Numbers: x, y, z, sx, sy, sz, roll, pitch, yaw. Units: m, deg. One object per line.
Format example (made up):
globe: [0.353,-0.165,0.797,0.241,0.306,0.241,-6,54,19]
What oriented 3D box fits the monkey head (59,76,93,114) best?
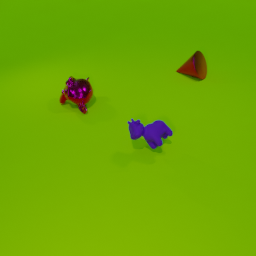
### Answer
monkey head: [-1.789,-1.165,9.746,0.996,1.189,1.653,20,48,-27]

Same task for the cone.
cone: [2.523,-2.517,11.798,1.189,1.185,1.185,-7,25,40]

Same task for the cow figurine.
cow figurine: [0.564,0.044,7.552,1.076,0.591,1.059,-39,92,-30]
